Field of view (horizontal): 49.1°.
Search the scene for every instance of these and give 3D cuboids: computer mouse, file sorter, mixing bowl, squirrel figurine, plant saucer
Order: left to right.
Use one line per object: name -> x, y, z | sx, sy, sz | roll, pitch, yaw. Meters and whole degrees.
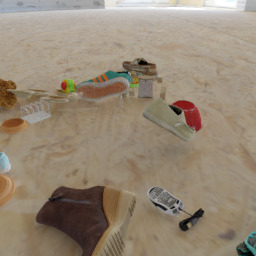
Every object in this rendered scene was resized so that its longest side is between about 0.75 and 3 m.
plant saucer -> -3.744, 1.655, 7.335 | 1.458, 0.235, 1.458 | 0, 30, 0
squirrel figurine -> -5.585, -1.368, 11.636 | 1.867, 1.321, 1.743 | 1, 31, 1
plant saucer -> -4.295, -0.117, 10.527 | 0.988, 0.185, 0.988 | 0, 30, 0
file sorter -> -3.671, -0.665, 11.092 | 0.654, 0.586, 0.942 | 25, 38, 37
computer mouse -> 1.078, 1.914, 6.833 | 1.399, 0.307, 0.767 | 29, 45, 32
mixing bowl -> 2.086, -0.526, 10.603 | 1.546, 0.837, 1.546 | 1, 29, 0

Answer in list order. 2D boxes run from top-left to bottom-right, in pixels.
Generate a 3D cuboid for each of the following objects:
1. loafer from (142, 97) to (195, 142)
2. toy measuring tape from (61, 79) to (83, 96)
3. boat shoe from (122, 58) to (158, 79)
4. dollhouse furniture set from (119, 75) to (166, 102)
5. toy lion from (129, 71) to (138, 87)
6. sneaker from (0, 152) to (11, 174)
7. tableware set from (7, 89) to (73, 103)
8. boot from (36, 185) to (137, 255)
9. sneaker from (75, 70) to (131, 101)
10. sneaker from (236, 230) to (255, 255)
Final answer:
loafer -> 1.444, -0.241, 8.627 | 2.307, 0.788, 0.873 | 24, 12, -43
toy measuring tape -> -2.490, -1.836, 12.378 | 0.657, 0.657, 1.786 | -21, 25, -32
boat shoe -> 0.692, -3.469, 15.675 | 1.008, 0.955, 2.661 | -25, 38, -37
dollhouse furniture set -> 0.670, -1.683, 12.433 | 2.042, 1.058, 0.904 | 4, 28, 8
toy lion -> 0.054, -2.481, 14.568 | 1.304, 0.448, 1.250 | -5, 37, -8
sneaker -> -4.341, 0.966, 8.058 | 1.737, 0.712, 0.642 | -7, 29, -12
tableware set -> -3.605, -1.502, 12.218 | 2.402, 0.334, 2.876 | 6, 13, 1
boot -> -1.094, 2.189, 6.023 | 2.100, 0.913, 2.525 | -1, 28, 20
sneaker -> -1.070, -1.945, 12.517 | 2.661, 0.950, 1.063 | -4, 40, 22
sneaker -> 2.767, 2.295, 5.479 | 1.224, 1.041, 2.684 | 5, 28, 16
